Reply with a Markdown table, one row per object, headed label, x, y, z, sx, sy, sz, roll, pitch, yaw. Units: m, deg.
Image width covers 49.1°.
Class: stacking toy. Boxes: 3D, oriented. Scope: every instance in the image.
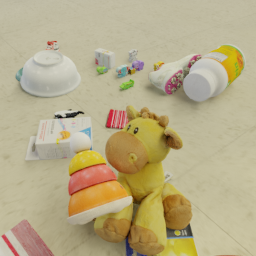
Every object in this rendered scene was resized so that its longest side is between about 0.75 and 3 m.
| label | x | y | z | sx | sy | sz | roll | pitch | yaw |
| --- | --- | --- | --- | --- | --- | --- | --- | --- | --- |
| stacking toy | 0.105 | -2.703 | 12.578 | 2.548 | 0.599 | 1.921 | -29 | 48 | -30 |
| stacking toy | -0.754 | 0.882 | 5.483 | 1.279 | 1.279 | 1.751 | -15 | 76 | -17 |

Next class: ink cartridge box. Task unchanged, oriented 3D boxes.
| label | x | y | z | sx | sy | sz | roll | pitch | yaw |
| --- | --- | --- | --- | --- | --- | --- | --- | --- | --- |
| ink cartridge box | -2.173 | 0.321 | 8.812 | 2.065 | 0.701 | 1.189 | -4 | 40 | -5 |
| ink cartridge box | 0.735 | 2.715 | 6.173 | 1.551 | 0.364 | 1.532 | -1 | 38 | -4 |
| ink cartridge box | -1.076 | -3.275 | 13.185 | 0.958 | 0.695 | 0.399 | 25 | 45 | 27 |

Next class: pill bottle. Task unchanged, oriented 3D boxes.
| label | x | y | z | sx | sy | sz | roll | pitch | yaw |
| --- | --- | --- | --- | --- | --- | --- | --- | --- | --- |
| pill bottle | 3.409 | -2.174 | 11.157 | 1.559 | 1.559 | 2.807 | 27 | 47 | 29 |

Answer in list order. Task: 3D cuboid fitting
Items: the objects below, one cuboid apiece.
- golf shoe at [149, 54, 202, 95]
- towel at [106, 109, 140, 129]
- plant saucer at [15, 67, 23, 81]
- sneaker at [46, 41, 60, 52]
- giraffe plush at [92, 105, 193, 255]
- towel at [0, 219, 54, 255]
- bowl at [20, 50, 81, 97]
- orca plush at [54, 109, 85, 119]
| label | x | y | z | sx | sy | sz | roll | pitch | yaw |
| --- | --- | --- | --- | --- | --- | --- | --- | --- | --- |
| golf shoe | 2.086 | -2.536 | 12.008 | 1.370 | 1.128 | 2.994 | 26 | 45 | 33 |
| towel | -0.030 | -0.313 | 10.015 | 1.396 | 0.157 | 1.010 | 4 | 40 | 5 |
| plant saucer | -4.303 | -2.504 | 12.638 | 1.534 | 0.210 | 1.534 | 0 | 39 | 0 |
| sneaker | -3.859 | -3.665 | 13.442 | 0.534 | 0.857 | 1.598 | 15 | 37 | 20 |
| giraffe plush | 0.340 | 0.882 | 6.472 | 2.570 | 2.415 | 2.978 | 13 | 33 | 24 |
| towel | -2.745 | 3.070 | 5.838 | 2.210 | 0.251 | 1.592 | -32 | 48 | -33 |
| bowl | -3.275 | -2.475 | 11.724 | 2.546 | 1.144 | 2.546 | 3 | 43 | -3 |
| orca plush | -2.071 | -0.385 | 9.899 | 1.215 | 0.432 | 0.639 | -8 | 21 | 19 |
